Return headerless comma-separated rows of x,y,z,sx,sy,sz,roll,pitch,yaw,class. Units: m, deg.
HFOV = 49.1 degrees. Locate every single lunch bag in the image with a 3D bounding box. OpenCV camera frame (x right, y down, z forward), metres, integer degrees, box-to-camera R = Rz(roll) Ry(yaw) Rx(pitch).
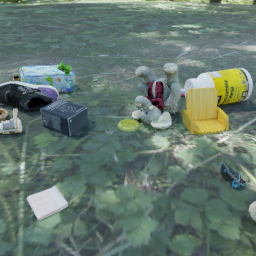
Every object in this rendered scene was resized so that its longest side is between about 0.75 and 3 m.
-4.024,-2.514,14.074,2.537,1.046,2.039,-7,31,-25,lunch bag

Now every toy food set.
-5.780,-0.537,11.533,2.382,0.478,1.645,-10,32,-16,toy food set

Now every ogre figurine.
-2.477,-2.307,10.965,0.496,0.827,0.406,26,59,-25,ogre figurine

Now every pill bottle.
4.017,-1.794,12.641,2.685,1.509,1.509,-10,32,-10,pill bottle
-4.539,-0.034,10.681,0.872,0.507,0.507,-6,32,-11,pill bottle

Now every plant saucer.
0.036,-0.149,11.228,0.895,0.139,0.895,0,32,0,plant saucer

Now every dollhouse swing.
3.067,-0.705,10.970,1.554,1.366,1.412,-4,31,-9,dollhouse swing

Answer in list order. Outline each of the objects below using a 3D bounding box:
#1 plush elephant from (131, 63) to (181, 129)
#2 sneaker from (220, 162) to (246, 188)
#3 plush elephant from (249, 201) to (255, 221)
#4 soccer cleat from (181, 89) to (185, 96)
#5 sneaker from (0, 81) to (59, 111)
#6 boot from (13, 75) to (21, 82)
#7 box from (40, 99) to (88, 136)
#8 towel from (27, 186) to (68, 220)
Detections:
1.028,-1.049,11.148,2.112,2.564,1.985,14,54,45,plush elephant
3.142,1.427,8.470,0.400,0.357,0.976,-2,39,-20,sneaker
3.591,2.016,5.882,2.561,2.110,1.983,11,32,-44,plush elephant
2.592,-1.729,13.709,1.151,0.392,0.421,24,66,23,soccer cleat
-4.608,-1.337,12.291,2.896,1.097,1.268,-1,32,-2,sneaker
-5.487,-2.034,13.808,0.705,0.722,1.915,-10,34,-21,boot
-2.490,-0.442,11.061,1.494,0.800,1.109,19,36,28,box
-2.192,2.011,7.636,0.870,0.147,0.911,-20,36,-29,towel
